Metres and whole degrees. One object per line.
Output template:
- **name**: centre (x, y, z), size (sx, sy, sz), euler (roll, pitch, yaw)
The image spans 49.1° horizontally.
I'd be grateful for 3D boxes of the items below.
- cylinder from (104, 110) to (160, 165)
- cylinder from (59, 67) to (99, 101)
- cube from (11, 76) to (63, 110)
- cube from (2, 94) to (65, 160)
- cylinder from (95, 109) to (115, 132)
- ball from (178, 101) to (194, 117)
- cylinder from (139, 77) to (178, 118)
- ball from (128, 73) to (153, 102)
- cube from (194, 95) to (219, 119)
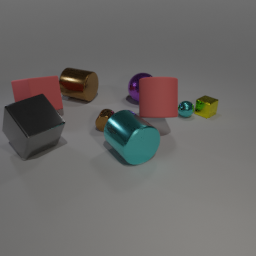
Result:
- **cylinder**: centre (0.116, 0.284, 9.324), size (1.400, 1.400, 1.400), euler (-17, 34, -27)
- **cylinder**: centre (-2.325, -2.086, 13.341), size (1.400, 1.400, 1.400), euler (13, 32, 19)
- **cube**: centre (-3.764, -1.371, 11.652), size (1.400, 1.400, 1.400), euler (3, 15, 41)
- **cube**: centre (-3.190, -0.050, 9.423), size (1.400, 1.400, 1.400), euler (-28, 71, -40)
- **cylinder**: centre (-0.872, -0.310, 11.068), size (0.700, 0.700, 0.700), euler (4, 30, 8)
- **ball**: centre (2.470, -0.816, 11.954), size (0.700, 0.700, 0.700), euler (0, 30, 0)
- **cylinder**: centre (1.106, -1.088, 10.204), size (1.400, 1.400, 1.400), euler (0, 4, 0)
- **ball**: centre (0.689, -1.885, 13.114), size (1.400, 1.400, 1.400), euler (0, 30, 0)
- **cube**: centre (3.402, -0.921, 12.157), size (0.700, 0.700, 0.700), euler (-25, 38, -37)
